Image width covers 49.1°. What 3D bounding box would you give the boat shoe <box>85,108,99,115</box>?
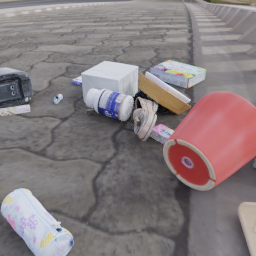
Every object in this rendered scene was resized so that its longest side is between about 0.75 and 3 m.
[{"bbox_3d":[-1.494,-0.757,12.257,0.765,0.285,0.281,-1,31,-4],"label":"boat shoe"}]

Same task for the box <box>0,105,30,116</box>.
[{"bbox_3d":[-4.996,-0.768,12.290,1.327,0.257,0.275,-10,32,-16],"label":"box"}]

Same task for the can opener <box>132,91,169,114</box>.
[{"bbox_3d":[1.015,-1.118,12.695,2.013,0.791,0.638,27,1,34],"label":"can opener"}]

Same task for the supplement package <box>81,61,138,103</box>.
[{"bbox_3d":[-0.797,-2.069,13.254,1.930,1.484,2.018,15,34,23],"label":"supplement package"}]

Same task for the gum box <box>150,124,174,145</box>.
[{"bbox_3d":[1.391,0.281,10.455,0.594,0.346,1.047,-24,38,-34],"label":"gum box"}]

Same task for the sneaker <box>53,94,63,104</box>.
[{"bbox_3d":[-3.330,-1.448,13.384,0.310,0.313,0.864,1,30,3],"label":"sneaker"}]

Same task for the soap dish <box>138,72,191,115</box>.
[{"bbox_3d":[1.538,-1.523,12.355,1.710,0.883,2.173,24,14,-36],"label":"soap dish"}]

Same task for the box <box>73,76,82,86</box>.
[{"bbox_3d":[-2.454,-2.619,15.401,0.737,0.257,1.238,20,39,30],"label":"box"}]

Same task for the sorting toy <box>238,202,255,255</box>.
[{"bbox_3d":[3.842,2.811,6.238,2.277,0.449,2.460,3,36,5],"label":"sorting toy"}]

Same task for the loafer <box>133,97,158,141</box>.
[{"bbox_3d":[0.531,-0.429,10.807,0.915,1.046,2.910,29,25,-4],"label":"loafer"}]

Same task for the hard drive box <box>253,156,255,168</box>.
[{"bbox_3d":[5.686,1.028,8.527,2.132,1.051,2.735,-24,38,-35],"label":"hard drive box"}]

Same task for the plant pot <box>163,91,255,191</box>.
[{"bbox_3d":[2.415,0.475,8.338,2.228,2.518,2.518,-36,45,-29],"label":"plant pot"}]

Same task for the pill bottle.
[{"bbox_3d":[-0.782,-1.027,11.614,1.798,1.076,1.076,18,35,19],"label":"pill bottle"}]

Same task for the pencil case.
[{"bbox_3d":[-2.183,2.259,6.590,0.854,0.932,2.054,-24,38,-39],"label":"pencil case"}]

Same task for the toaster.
[{"bbox_3d":[-5.930,-1.806,12.769,2.797,1.590,1.807,-25,35,-38],"label":"toaster"}]

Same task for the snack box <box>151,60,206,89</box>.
[{"bbox_3d":[2.789,-3.064,15.709,2.536,0.672,1.804,25,39,36],"label":"snack box"}]
